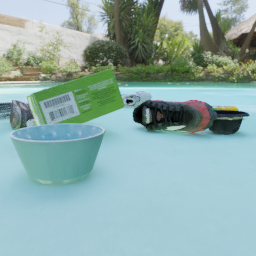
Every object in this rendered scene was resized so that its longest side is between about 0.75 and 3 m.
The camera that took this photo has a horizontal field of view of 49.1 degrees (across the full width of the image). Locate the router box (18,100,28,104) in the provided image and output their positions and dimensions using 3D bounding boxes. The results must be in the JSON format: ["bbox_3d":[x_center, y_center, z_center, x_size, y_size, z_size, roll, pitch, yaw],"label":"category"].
[{"bbox_3d":[-4.231,-0.979,13.111,2.178,0.532,1.955,-2,10,-12],"label":"router box"}]

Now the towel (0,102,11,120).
[{"bbox_3d":[-5.506,-0.721,11.262,1.322,0.683,1.596,7,12,38],"label":"towel"}]

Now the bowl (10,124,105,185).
[{"bbox_3d":[-1.117,0.418,4.599,1.491,0.780,1.491,0,9,0],"label":"bowl"}]

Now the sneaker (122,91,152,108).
[{"bbox_3d":[0.471,-1.586,15.847,2.204,0.828,1.267,-9,13,-17],"label":"sneaker"}]

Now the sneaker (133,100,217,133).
[{"bbox_3d":[1.198,-0.349,8.331,1.361,0.985,2.786,-8,10,-39],"label":"sneaker"}]

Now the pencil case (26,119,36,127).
[{"bbox_3d":[-2.704,-0.184,8.503,0.318,0.347,0.766,6,22,30],"label":"pencil case"}]

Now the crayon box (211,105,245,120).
[{"bbox_3d":[3.819,-0.657,11.534,1.790,0.462,1.125,3,11,13],"label":"crayon box"}]

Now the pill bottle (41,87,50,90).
[{"bbox_3d":[-2.816,-1.025,11.322,1.257,1.257,2.235,5,11,28],"label":"pill bottle"}]

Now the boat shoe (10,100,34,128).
[{"bbox_3d":[-3.657,-0.446,9.800,0.830,0.844,2.265,6,15,-26],"label":"boat shoe"}]

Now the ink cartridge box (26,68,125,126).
[{"bbox_3d":[-1.776,-0.752,8.291,2.207,1.131,2.986,-22,13,-22],"label":"ink cartridge box"}]

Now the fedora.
[{"bbox_3d":[2.851,-0.167,8.290,1.390,0.635,1.390,0,10,0],"label":"fedora"}]
